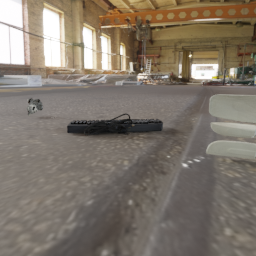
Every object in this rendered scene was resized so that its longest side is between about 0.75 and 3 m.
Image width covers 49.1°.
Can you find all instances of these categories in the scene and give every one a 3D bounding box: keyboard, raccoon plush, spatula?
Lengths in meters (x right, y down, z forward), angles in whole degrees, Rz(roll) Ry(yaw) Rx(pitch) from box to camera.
[{"bbox_3d":[-0.334,-0.221,8.250,2.831,0.561,1.473,-2,15,-5],"label":"keyboard"},{"bbox_3d":[-4.018,-0.840,11.519,1.094,0.529,0.733,5,32,42],"label":"raccoon plush"},{"bbox_3d":[2.645,0.103,4.602,2.578,1.792,0.207,6,50,17],"label":"spatula"}]
